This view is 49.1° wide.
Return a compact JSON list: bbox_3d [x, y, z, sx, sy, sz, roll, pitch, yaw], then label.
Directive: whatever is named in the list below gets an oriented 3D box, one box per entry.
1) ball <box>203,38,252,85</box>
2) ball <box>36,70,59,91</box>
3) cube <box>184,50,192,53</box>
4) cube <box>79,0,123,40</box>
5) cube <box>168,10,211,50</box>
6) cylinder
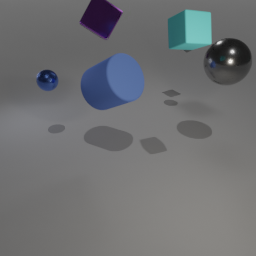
[{"bbox_3d":[3.015,-2.000,8.511,1.400,1.400,1.400,0,29,0],"label":"ball"},{"bbox_3d":[-2.631,-1.555,9.155,0.700,0.700,0.700,0,29,0],"label":"ball"},{"bbox_3d":[2.614,-3.811,12.031,0.700,0.700,0.700,-28,56,-16],"label":"cube"},{"bbox_3d":[-1.242,-4.943,12.606,1.400,1.400,1.400,28,11,-16],"label":"cube"},{"bbox_3d":[1.387,-2.197,6.352,0.700,0.700,0.700,-5,6,-25],"label":"cube"},{"bbox_3d":[-0.472,-1.339,8.376,1.400,1.400,1.400,-28,10,-41],"label":"cylinder"}]
